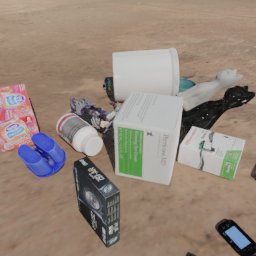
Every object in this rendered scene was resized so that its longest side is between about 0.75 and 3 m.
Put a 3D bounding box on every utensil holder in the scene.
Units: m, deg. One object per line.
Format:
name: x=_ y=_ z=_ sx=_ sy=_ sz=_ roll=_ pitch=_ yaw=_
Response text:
utensil holder: x=0.761 y=-2.473 z=13.212 sx=2.884 sy=2.451 sz=2.451 roll=-2 pitch=34 yaw=-1

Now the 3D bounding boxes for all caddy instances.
caddy: x=-2.890 y=0.945 z=9.504 sx=1.738 sy=0.912 sz=1.228 roll=25 pitch=62 yaw=41

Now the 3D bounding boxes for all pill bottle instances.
pill bottle: x=-1.769 y=0.260 z=10.370 sx=1.032 sy=1.032 sz=1.863 roll=-25 pitch=41 yaw=-32

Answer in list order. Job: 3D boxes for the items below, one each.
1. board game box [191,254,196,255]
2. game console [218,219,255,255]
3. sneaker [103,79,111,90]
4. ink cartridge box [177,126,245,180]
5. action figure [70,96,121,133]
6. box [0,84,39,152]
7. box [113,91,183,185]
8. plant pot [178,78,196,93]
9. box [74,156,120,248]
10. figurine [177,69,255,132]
board game box: x=1.763 y=3.449 z=6.371 sx=1.057 sy=0.183 sz=0.716 roll=23 pitch=38 yaw=32
game console: x=2.962 y=3.079 z=6.920 sx=1.113 sy=0.227 sz=1.886 roll=-16 pitch=37 yaw=-23
sneaker: x=-1.136 y=-2.314 z=14.819 sx=0.412 sy=0.376 sz=1.018 roll=-8 pitch=33 yaw=-6
ink cartridge box: x=2.880 y=0.812 z=9.749 sx=1.944 sy=0.820 sz=1.420 roll=17 pitch=37 yaw=23
action figure: x=-1.079 y=-0.572 z=10.766 sx=2.419 sy=0.839 sz=1.574 roll=20 pitch=26 yaw=28
box: x=-4.551 y=-0.522 z=11.221 sx=1.466 sy=1.353 sz=2.858 roll=-14 pitch=37 yaw=-19
box: x=0.706 y=0.272 z=9.325 sx=1.889 sy=2.194 sz=2.205 roll=9 pitch=35 yaw=12
plant pot: x=2.647 y=-1.797 z=13.626 sx=1.211 sy=0.816 sz=1.211 roll=0 pitch=34 yaw=0
box: x=-0.791 y=1.897 z=7.183 sx=0.412 sy=1.894 sz=1.517 roll=-22 pitch=40 yaw=-30
figurine: x=3.462 y=-1.221 z=11.267 sx=2.717 sy=1.199 sz=2.785 roll=-32 pitch=25 yaw=23
